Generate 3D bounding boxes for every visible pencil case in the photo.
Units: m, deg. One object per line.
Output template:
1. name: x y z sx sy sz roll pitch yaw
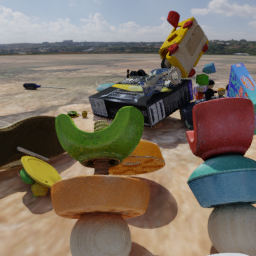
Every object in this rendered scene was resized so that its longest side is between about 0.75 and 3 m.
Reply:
1. pencil case: 3.643 -1.965 13.582 0.793 0.808 1.889 0 18 19

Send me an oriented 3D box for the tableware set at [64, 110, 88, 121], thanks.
1. tableware set: -2.138 -0.407 9.737 1.541 0.236 1.038 -12 22 -35

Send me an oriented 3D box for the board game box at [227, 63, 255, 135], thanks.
1. board game box: 2.043 -0.501 4.905 0.236 0.797 1.048 -10 47 3

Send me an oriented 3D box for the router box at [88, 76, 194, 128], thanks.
1. router box: 0.413 -1.044 9.759 2.300 0.764 2.925 -32 31 -34

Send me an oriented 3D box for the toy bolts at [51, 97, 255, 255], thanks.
1. toy bolts: 0.560 0.979 4.215 2.859 1.983 2.731 -7 -24 8

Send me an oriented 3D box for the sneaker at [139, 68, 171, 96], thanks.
1. sneaker: 0.878 -1.426 8.639 0.560 0.619 1.453 15 37 41

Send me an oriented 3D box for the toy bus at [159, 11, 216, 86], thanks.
1. toy bus: 1.671 -2.476 9.316 2.396 2.261 1.238 -7 2 -39

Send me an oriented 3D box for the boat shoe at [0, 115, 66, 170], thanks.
1. boat shoe: -2.466 0.348 6.158 0.934 1.041 2.813 -11 0 44

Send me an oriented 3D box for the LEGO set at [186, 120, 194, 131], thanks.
1. LEGO set: 2.187 0.072 8.362 0.676 0.295 1.041 -17 37 -37

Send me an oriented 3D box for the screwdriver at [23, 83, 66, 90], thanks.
1. screwdriver: -4.515 -2.265 15.102 2.639 0.384 0.368 2 19 18

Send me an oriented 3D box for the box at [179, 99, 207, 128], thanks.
1. box: 2.230 -0.508 9.221 0.951 0.544 1.044 -13 17 5

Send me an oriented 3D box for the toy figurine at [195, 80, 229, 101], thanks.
1. toy figurine: 3.578 -1.404 11.559 1.410 0.996 1.432 16 24 41

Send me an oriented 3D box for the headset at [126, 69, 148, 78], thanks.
1. headset: 0.565 -3.385 18.510 1.204 0.916 1.949 -17 39 -37

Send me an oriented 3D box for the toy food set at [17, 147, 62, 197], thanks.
1. toy food set: -1.763 0.936 5.391 0.790 0.439 1.344 29 5 -39

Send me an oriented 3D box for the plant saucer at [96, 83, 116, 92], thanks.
1. plant saucer: -0.929 -2.207 15.175 1.616 0.290 1.616 0 18 0

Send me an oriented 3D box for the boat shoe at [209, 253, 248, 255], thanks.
1. boat shoe: 0.233 1.769 2.141 2.465 0.862 0.817 -8 25 -20
